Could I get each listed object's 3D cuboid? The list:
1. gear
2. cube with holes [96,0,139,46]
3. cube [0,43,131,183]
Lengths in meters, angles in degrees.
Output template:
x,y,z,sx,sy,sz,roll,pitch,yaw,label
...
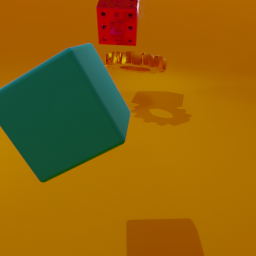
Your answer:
x,y,z,sx,sy,sz,roll,pitch,yaw,label
0.236,-2.014,8.719,1.897,0.351,1.897,5,4,0,gear
-0.305,-3.640,9.316,1.253,1.253,1.253,3,47,2,cube with holes
-0.742,-0.245,3.463,1.133,1.133,1.133,-27,15,12,cube
